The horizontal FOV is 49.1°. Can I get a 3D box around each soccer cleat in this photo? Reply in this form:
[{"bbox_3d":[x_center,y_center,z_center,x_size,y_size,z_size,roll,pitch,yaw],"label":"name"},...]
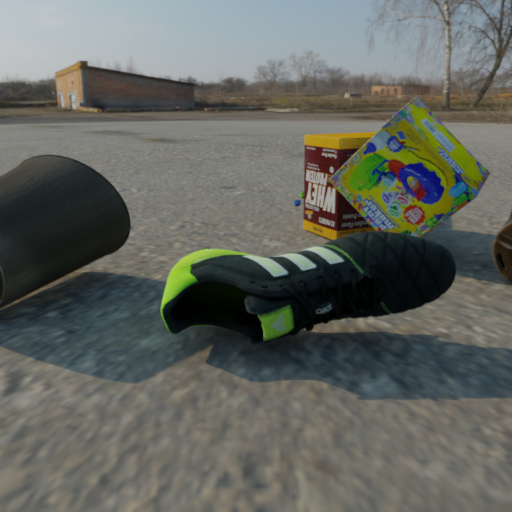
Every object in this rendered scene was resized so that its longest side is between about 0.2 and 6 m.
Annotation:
[{"bbox_3d":[0.537,0.426,6.047,3.189,1.077,1.293,-4,28,10],"label":"soccer cleat"}]

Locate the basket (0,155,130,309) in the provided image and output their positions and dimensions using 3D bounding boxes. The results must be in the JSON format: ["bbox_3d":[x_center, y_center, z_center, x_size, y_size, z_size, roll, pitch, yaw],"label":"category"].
[{"bbox_3d":[-3.114,-0.282,7.437,2.052,1.548,2.276,20,28,8],"label":"basket"}]

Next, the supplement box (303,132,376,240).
[{"bbox_3d":[1.982,-1.384,10.767,1.831,1.857,1.233,-8,17,-25],"label":"supplement box"}]

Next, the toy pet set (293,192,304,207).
[{"bbox_3d":[1.741,-1.127,12.147,1.366,0.777,1.463,-2,-21,-22],"label":"toy pet set"}]

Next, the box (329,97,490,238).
[{"bbox_3d":[2.399,-1.248,8.868,1.682,1.620,1.026,46,42,2],"label":"box"}]

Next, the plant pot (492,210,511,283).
[{"bbox_3d":[4.188,-0.250,8.065,1.441,1.441,1.427,14,28,38],"label":"plant pot"}]
